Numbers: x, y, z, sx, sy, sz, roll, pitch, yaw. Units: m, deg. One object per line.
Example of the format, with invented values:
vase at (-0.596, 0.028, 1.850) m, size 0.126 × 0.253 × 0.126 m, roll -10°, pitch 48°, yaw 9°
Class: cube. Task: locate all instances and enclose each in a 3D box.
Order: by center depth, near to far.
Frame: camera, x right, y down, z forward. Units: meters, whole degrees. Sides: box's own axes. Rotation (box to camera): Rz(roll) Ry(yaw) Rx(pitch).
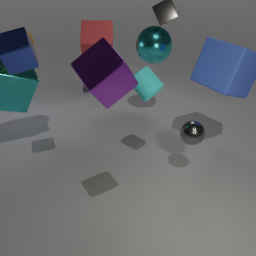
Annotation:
cube at (-0.375, -0.889, 4.629) m, size 0.700 × 0.700 × 0.700 m, roll -38°, pitch 61°, yaw 3°
cube at (-2.606, -1.808, 6.600) m, size 0.700 × 0.700 × 0.700 m, roll -19°, pitch 62°, yaw -8°
cube at (3.119, -1.875, 8.817) m, size 1.400 × 1.400 × 1.400 m, roll 1°, pitch 27°, yaw -43°
cube at (-3.915, -1.505, 9.064) m, size 1.400 × 1.400 × 1.400 m, roll 4°, pitch 41°, yaw -40°
cube at (1.317, -4.123, 9.930) m, size 0.700 × 0.700 × 0.700 m, roll -23°, pitch 18°, yaw 16°
cube at (-1.387, -3.893, 12.804) m, size 1.400 × 1.400 × 1.400 m, roll -1°, pitch 64°, yaw -3°

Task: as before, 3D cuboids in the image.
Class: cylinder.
cylinder at (0.511, -1.218, 7.781) m, size 0.700 × 0.700 × 0.700 m, roll 50°, pitch 44°, yaw 5°

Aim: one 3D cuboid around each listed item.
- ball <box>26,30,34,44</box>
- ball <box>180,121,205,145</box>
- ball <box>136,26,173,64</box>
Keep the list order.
ball at (-3.226, -2.639, 8.482) m, size 0.700 × 0.700 × 0.700 m, roll 0°, pitch 29°, yaw 0°
ball at (1.823, 0.139, 7.909) m, size 0.700 × 0.700 × 0.700 m, roll 0°, pitch 29°, yaw 0°
ball at (1.003, -3.187, 10.766) m, size 1.400 × 1.400 × 1.400 m, roll 0°, pitch 29°, yaw 0°
